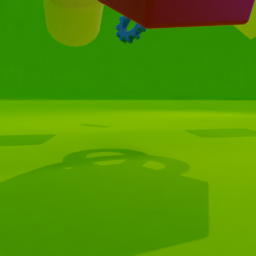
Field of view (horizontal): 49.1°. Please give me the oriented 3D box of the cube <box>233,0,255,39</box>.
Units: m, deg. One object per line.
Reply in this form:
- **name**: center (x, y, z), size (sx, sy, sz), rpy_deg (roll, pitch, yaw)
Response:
- **cube**: center (3.335, -3.330, 7.139), size (1.252, 1.252, 1.252), rpy_deg (37, -11, -4)

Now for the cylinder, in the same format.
- **cylinder**: center (-1.141, -2.571, 5.894), size (1.218, 1.218, 1.218), rpy_deg (-1, -17, -12)

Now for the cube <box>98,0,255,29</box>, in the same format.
- **cube**: center (0.502, -1.847, 2.845), size (1.285, 1.285, 1.285), rpy_deg (-11, 37, -24)

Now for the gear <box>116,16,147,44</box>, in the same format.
- **gear**: center (0.128, -3.187, 8.578), size (1.191, 1.191, 0.220), rpy_deg (6, -11, 44)
